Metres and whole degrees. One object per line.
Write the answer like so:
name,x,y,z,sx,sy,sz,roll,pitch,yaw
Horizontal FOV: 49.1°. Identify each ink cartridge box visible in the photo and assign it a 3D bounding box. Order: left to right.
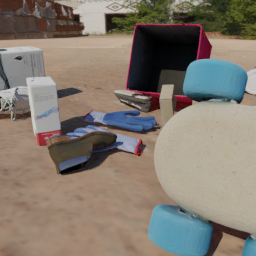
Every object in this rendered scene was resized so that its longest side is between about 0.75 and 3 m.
ink cartridge box,-4.830,-1.913,10.857,2.970,2.177,1.233,-19,30,-37
ink cartridge box,-2.397,-0.529,8.018,0.701,1.693,1.234,-9,23,-21

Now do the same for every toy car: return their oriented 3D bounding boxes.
toy car,2.083,0.718,4.776,2.641,2.753,2.986,13,-4,28

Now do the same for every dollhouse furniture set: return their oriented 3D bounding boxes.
dollhouse furniture set,1.869,-0.504,7.644,1.847,1.202,1.696,0,39,15

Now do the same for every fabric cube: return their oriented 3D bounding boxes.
fabric cube,1.665,-2.361,10.737,2.500,2.452,2.492,11,4,24

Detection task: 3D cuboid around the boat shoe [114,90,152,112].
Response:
boat shoe,0.117,-1.098,11.079,0.739,0.630,2.211,-7,17,-34

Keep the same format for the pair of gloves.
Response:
pair of gloves,-0.462,0.056,8.366,2.359,0.334,2.935,8,26,15

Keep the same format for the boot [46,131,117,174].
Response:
boot,-1.003,0.595,6.717,1.747,0.653,0.847,-6,63,-24

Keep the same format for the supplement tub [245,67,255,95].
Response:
supplement tub,6.229,-2.314,13.139,1.212,1.212,1.978,16,27,34

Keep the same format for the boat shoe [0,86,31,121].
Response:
boat shoe,-4.180,-0.827,9.502,2.804,1.036,1.195,-2,25,-33
